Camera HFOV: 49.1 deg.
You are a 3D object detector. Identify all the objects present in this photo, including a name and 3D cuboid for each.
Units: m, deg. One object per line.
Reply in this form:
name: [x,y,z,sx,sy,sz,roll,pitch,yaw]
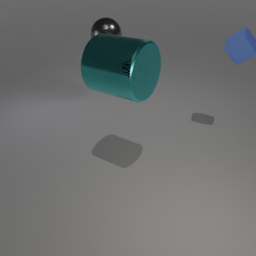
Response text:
cube: [3.529,-2.552,8.730,0.700,0.700,0.700,-25,29,45]
ball: [-0.980,-4.228,12.612,1.400,1.400,1.400,0,32,0]
cylinder: [-0.148,-1.430,6.617,1.400,1.400,1.400,18,36,29]
